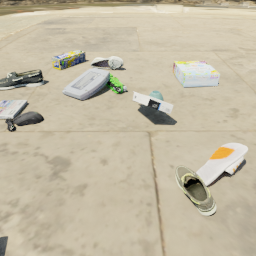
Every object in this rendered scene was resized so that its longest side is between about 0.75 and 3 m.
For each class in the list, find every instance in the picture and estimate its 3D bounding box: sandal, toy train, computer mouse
[{"bbox_3d":[2.891,1.255,8.827,2.142,0.614,0.821,-36,32,-15],"label":"sandal"},{"bbox_3d":[-0.820,-2.483,15.103,0.723,0.535,2.564,-5,30,-28],"label":"toy train"},{"bbox_3d":[-4.302,-0.386,11.658,1.527,0.402,1.057,-16,33,-24],"label":"computer mouse"}]

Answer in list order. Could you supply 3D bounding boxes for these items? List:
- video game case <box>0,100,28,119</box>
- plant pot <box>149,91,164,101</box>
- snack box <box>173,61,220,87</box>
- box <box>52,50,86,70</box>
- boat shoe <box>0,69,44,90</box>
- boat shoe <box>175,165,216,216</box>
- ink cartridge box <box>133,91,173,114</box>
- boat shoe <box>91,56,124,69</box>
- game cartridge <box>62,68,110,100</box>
[{"bbox_3d":[-5.536,-0.859,12.621,1.477,0.179,1.623,0,31,4],"label":"video game case"},{"bbox_3d":[1.317,-1.466,13.336,0.803,0.541,0.803,0,30,0],"label":"plant pot"},{"bbox_3d":[3.784,-3.100,15.823,1.969,0.790,2.335,-3,32,-7],"label":"snack box"},{"bbox_3d":[-3.791,-4.415,18.087,0.783,0.718,2.234,23,37,32],"label":"box"},{"bbox_3d":[-5.965,-2.656,15.029,2.757,0.832,1.042,-11,33,-17],"label":"boat shoe"},{"bbox_3d":[1.853,1.622,8.002,0.672,0.562,1.880,-30,35,-1],"label":"boat shoe"},{"bbox_3d":[0.921,-1.092,11.726,1.097,0.432,2.205,17,8,-20],"label":"ink cartridge box"},{"bbox_3d":[-1.296,-3.984,17.382,2.123,0.782,0.681,9,38,22],"label":"boat shoe"},{"bbox_3d":[-2.031,-2.260,14.321,1.549,0.483,2.326,23,52,29],"label":"game cartridge"}]
